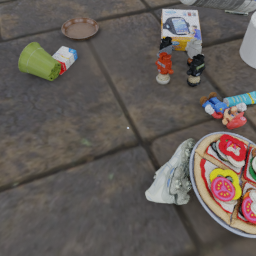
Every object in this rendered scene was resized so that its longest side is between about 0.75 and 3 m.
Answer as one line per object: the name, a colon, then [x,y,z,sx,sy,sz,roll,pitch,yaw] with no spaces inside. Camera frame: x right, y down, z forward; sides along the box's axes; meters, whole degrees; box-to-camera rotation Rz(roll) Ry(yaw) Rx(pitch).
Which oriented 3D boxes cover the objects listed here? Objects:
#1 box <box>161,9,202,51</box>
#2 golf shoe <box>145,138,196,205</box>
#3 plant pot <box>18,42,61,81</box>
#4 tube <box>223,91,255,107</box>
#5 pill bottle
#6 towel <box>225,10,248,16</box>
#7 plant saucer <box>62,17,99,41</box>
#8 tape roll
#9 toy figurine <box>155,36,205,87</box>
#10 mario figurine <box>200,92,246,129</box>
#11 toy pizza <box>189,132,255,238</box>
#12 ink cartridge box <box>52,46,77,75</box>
box: [2.120,-4.110,11.396,1.502,0.523,2.522,3,54,2]
golf shoe: [1.165,1.035,7.198,1.118,0.901,2.301,-19,15,37]
plant pot: [-2.937,-2.180,9.649,1.091,1.148,1.148,30,57,6]
tube: [3.710,-0.907,9.078,1.241,0.313,0.480,-11,66,-14]
pill bottle: [2.127,-3.824,7.072,2.576,1.465,1.465,0,51,-14]
towel: [4.921,-5.465,12.642,1.039,0.186,1.079,11,54,8]
plant saucer: [-1.949,-4.028,11.488,1.501,0.259,1.501,1,53,-1]
tape roll: [5.258,-3.169,10.090,2.044,1.403,2.044,0,52,0]
toy figurine: [1.778,-2.265,9.636,1.665,1.158,1.639,3,47,4]
mario figurine: [2.940,-0.620,8.471,0.939,0.806,1.521,-49,52,7]
toy pizza: [2.791,1.220,6.826,2.729,0.432,2.729,9,56,-14]
ink cartridge box: [-2.404,-2.467,10.207,0.621,0.359,1.069,21,56,16]
